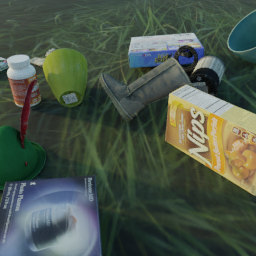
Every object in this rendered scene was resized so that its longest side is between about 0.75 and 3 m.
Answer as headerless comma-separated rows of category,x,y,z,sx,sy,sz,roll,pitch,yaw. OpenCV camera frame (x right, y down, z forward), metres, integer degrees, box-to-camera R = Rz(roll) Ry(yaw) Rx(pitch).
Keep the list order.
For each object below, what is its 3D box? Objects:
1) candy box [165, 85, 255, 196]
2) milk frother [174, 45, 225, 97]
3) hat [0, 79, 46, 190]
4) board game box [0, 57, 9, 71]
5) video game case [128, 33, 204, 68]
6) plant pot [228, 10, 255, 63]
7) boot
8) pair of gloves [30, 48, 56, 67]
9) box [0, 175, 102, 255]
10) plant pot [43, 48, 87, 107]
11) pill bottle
candy box,2.138,0.197,6.618,0.734,1.533,2.656,-30,46,-33
milk frother,2.400,-2.033,9.398,1.635,1.812,1.704,16,39,17
hat,-2.866,0.143,6.521,1.627,1.730,1.965,-6,37,-9
board game box,-5.526,-2.480,11.346,0.865,0.237,1.370,23,42,28
video game case,1.519,-3.300,11.766,2.873,0.653,2.604,-3,30,5
plant pot,5.532,-3.541,11.415,2.320,1.562,2.320,-35,35,30
boot,0.444,-1.450,8.469,2.238,0.812,2.035,-37,70,9
pair of gloves,-3.319,-3.012,12.051,1.301,0.268,1.531,24,43,28
box,-1.326,1.788,4.878,1.676,1.041,1.689,-3,38,-9
plant pot,-1.972,-1.504,9.222,1.507,1.507,1.611,-9,53,-12
pill bottle,-3.325,-1.492,8.927,0.851,1.518,0.851,0,36,0
